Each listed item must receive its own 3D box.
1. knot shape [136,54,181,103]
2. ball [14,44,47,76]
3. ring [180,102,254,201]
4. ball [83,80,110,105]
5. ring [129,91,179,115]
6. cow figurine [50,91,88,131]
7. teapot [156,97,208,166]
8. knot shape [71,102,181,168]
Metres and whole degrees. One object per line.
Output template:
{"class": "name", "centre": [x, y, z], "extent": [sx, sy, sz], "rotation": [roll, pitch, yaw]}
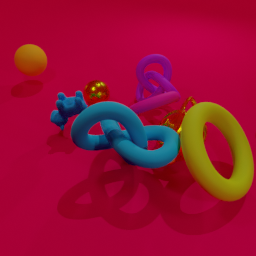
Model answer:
{"class": "knot shape", "centre": [0.830, -1.137, 7.579], "extent": [1.384, 1.479, 0.684], "rotation": [36, 45, 17]}
{"class": "ball", "centre": [-2.930, -2.038, 8.458], "extent": [0.935, 0.935, 0.935], "rotation": [0, 40, 0]}
{"class": "ring", "centre": [1.765, 0.418, 5.427], "extent": [1.963, 0.393, 1.963], "rotation": [18, 60, -33]}
{"class": "ball", "centre": [-0.862, -0.949, 7.684], "extent": [0.738, 0.738, 0.738], "rotation": [0, 40, 0]}
{"class": "ring", "centre": [0.599, -0.562, 6.546], "extent": [1.241, 0.248, 1.241], "rotation": [-19, 0, 0]}
{"class": "cow figurine", "centre": [-1.401, -0.390, 6.634], "extent": [0.958, 0.943, 0.526], "rotation": [-7, 46, 4]}
{"class": "teapot", "centre": [1.066, 0.153, 6.145], "extent": [1.186, 0.934, 1.908], "rotation": [3, 61, 59]}
{"class": "knot shape", "centre": [-0.085, 0.198, 5.640], "extent": [2.034, 1.904, 0.940], "rotation": [18, 82, -7]}
